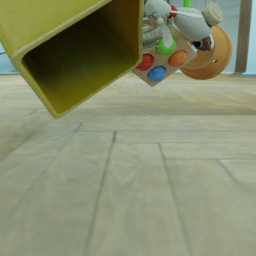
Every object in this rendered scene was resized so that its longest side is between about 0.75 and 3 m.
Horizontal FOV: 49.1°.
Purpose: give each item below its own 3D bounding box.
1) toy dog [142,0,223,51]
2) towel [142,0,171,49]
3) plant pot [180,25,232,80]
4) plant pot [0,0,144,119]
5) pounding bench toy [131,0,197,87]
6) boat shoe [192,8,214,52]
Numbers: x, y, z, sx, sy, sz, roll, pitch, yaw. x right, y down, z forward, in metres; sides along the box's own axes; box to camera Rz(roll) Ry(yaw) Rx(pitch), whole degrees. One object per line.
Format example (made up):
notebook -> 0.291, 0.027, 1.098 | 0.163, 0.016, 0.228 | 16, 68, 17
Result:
toy dog -> 1.175, -2.044, 5.789 | 1.892, 0.911, 1.248 | -11, -13, -19
towel -> 0.090, -3.012, 7.193 | 2.202, 2.120, 0.380 | -2, -8, 33
plant pot -> 2.718, -2.966, 10.746 | 2.257, 2.257, 1.580 | 7, 13, 27
plant pot -> -1.440, -2.236, 5.748 | 2.506, 2.581, 2.523 | -36, -16, -10
pounding bench toy -> 1.220, -3.134, 8.936 | 2.983, 2.327, 1.853 | -33, -33, 23
boat shoe -> 1.819, -2.716, 7.601 | 0.445, 1.479, 0.527 | -6, -28, -31
